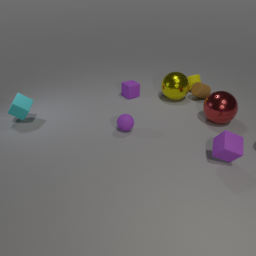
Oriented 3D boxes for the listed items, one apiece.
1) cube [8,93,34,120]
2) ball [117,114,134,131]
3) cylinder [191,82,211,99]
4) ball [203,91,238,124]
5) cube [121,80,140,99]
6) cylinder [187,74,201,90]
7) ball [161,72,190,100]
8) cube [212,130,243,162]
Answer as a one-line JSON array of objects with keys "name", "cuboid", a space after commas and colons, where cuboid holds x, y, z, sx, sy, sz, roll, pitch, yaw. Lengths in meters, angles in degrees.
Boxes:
[{"name": "cube", "cuboid": [-4.493, -0.893, 11.732, 0.700, 0.700, 0.700, 27, 43, -24]}, {"name": "ball", "cuboid": [-0.099, -0.228, 11.314, 0.700, 0.700, 0.700, 0, 30, 0]}, {"name": "cylinder", "cuboid": [3.609, -1.866, 13.875, 0.700, 0.700, 0.700, 11, 21, -34]}, {"name": "ball", "cuboid": [3.881, -0.863, 11.775, 1.400, 1.400, 1.400, 0, 30, 0]}, {"name": "cube", "cuboid": [0.136, -1.969, 14.300, 0.700, 0.700, 0.700, -18, 35, -31]}, {"name": "cylinder", "cuboid": [3.505, -2.428, 14.860, 0.700, 0.700, 0.700, -12, 4, 1]}, {"name": "ball", "cuboid": [2.327, -2.068, 13.787, 1.400, 1.400, 1.400, 0, 30, 0]}, {"name": "cube", "cuboid": [3.275, 0.608, 9.198, 0.700, 0.700, 0.700, 20, 59, -10]}]
